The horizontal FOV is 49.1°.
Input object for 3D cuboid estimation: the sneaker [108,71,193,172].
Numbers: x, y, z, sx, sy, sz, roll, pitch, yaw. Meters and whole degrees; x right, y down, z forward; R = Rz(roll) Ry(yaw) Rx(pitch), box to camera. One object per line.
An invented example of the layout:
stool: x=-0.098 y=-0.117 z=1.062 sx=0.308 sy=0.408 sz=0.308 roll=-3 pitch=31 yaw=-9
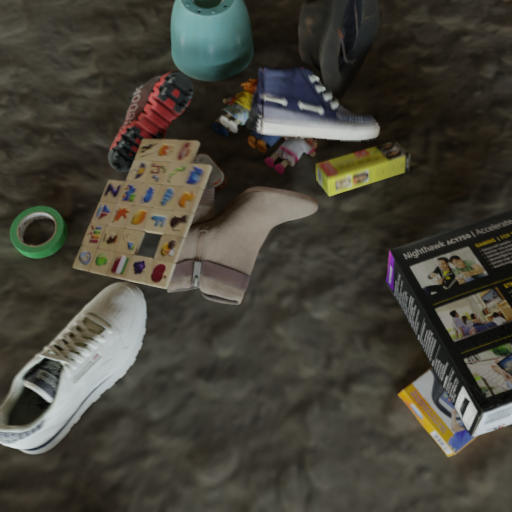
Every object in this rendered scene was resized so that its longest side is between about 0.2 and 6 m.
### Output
sneaker: x=-2.198 y=-2.671 z=11.070 sx=2.282 sy=0.807 sz=1.115 roll=-55 pitch=41 yaw=-1

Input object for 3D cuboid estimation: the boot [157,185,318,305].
boot: x=-0.311 y=-0.175 z=9.944 sx=2.812 sy=0.988 sz=2.056 roll=4 pitch=74 yaw=-3

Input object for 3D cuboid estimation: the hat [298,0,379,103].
hat: x=1.472 y=-4.513 z=11.040 sx=1.143 sy=2.834 sz=2.834 roll=19 pitch=66 yaw=23

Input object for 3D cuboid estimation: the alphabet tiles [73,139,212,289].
alphabet tiles: x=-1.961 y=-0.860 z=9.838 sx=2.249 sy=0.102 sz=2.690 roll=9 pitch=73 yaw=33

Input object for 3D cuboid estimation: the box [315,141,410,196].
box: x=2.025 y=-1.681 z=10.689 sx=1.683 sy=0.422 sz=0.633 roll=-17 pitch=42 yaw=-7

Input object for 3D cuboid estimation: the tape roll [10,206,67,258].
tape roll: x=-4.016 y=-0.442 z=10.359 sx=0.982 sy=0.236 sz=0.982 roll=0 pitch=65 yaw=0

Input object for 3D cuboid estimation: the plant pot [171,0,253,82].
plant pot: x=-0.959 y=-4.837 z=11.706 sx=1.809 sy=1.452 sz=1.809 roll=0 pitch=66 yaw=0

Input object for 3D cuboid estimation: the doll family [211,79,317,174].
doll family: x=0.249 y=-2.751 z=10.979 sx=2.263 sy=1.020 sz=1.404 roll=35 pitch=71 yaw=14

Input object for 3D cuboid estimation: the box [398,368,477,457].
box: x=3.493 y=2.120 z=9.092 sx=2.042 sy=0.423 sz=1.215 roll=-34 pitch=69 yaw=-12

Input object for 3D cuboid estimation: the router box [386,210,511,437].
router box: x=4.605 y=0.660 z=8.889 sx=4.111 sy=1.050 sz=3.066 roll=-18 pitch=53 yaw=-3

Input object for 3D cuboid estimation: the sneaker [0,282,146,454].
sneaker: x=-2.821 y=1.627 z=8.852 sx=1.196 sy=1.260 sz=3.131 roll=25 pitch=64 yaw=14

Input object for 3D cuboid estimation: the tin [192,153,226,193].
tin: x=-0.966 y=-1.631 z=10.942 sx=0.519 sy=0.194 sz=0.927 roll=-36 pitch=70 yaw=-11

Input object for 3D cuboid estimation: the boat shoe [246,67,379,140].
boat shoe: x=1.139 y=-2.812 z=10.291 sx=2.577 sy=0.962 sz=1.195 roll=-1 pitch=109 yaw=-18
